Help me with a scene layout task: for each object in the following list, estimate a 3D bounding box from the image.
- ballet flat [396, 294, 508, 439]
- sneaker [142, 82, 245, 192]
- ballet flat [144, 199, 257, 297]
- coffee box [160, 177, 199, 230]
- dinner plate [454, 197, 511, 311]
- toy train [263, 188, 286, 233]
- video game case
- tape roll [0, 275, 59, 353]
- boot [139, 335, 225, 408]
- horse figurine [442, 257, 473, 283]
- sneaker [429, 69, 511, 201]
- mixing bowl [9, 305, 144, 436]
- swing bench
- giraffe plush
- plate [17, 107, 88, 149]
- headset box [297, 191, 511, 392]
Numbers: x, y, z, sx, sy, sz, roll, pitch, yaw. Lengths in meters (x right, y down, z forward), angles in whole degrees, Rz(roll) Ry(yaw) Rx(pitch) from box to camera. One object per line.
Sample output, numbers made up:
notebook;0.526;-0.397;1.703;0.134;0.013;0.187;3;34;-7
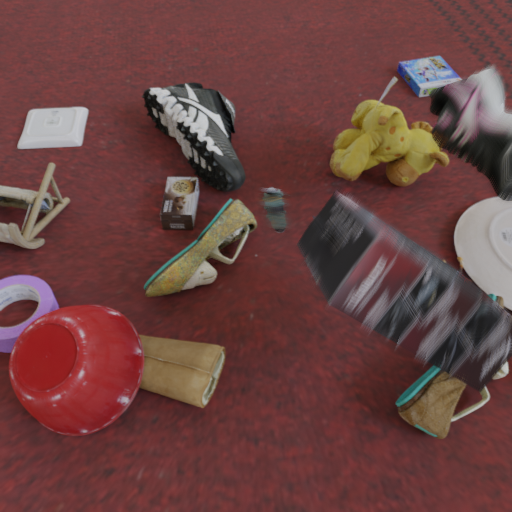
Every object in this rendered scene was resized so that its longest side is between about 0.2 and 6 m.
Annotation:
ballet flat;3.244;1.734;8.582;0.977;0.916;2.701;45;61;9
sneaker;-1.003;-2.826;12.219;1.671;1.227;3.693;-27;52;-18
ballet flat;-0.876;-0.018;10.097;0.925;0.925;2.618;27;55;22
coffee box;-1.518;-1.051;11.192;0.625;0.441;1.106;2;49;2
dinner plate;5.340;-0.102;10.349;3.239;0.393;3.239;1;48;-1
toy train;0.281;-0.645;8.065;0.298;0.700;0.399;-12;49;1
video game case;4.461;-4.629;14.407;1.191;0.299;1.314;-11;50;-10
tape roll;-4.050;0.962;9.453;1.314;0.431;1.314;0;50;0
boot;-1.777;1.892;8.463;2.187;0.723;1.916;13;50;10
horse figurine;3.076;0.438;9.892;1.623;0.405;1.075;13;62;4
sneaker;3.384;-1.818;8.744;1.154;1.074;2.674;-9;44;8
mixing bowl;-2.759;1.533;8.081;1.988;1.077;1.988;-4;69;11
swing bench;-4.823;-0.934;10.698;1.711;1.116;1.720;11;55;9
giraffe plush;2.865;-2.245;11.537;1.846;2.277;1.964;28;44;-14
plate;-4.743;-3.052;13.079;1.447;0.234;1.451;-4;49;-2
headset box;1.734;0.305;6.974;2.560;0.989;1.905;32;14;-16
